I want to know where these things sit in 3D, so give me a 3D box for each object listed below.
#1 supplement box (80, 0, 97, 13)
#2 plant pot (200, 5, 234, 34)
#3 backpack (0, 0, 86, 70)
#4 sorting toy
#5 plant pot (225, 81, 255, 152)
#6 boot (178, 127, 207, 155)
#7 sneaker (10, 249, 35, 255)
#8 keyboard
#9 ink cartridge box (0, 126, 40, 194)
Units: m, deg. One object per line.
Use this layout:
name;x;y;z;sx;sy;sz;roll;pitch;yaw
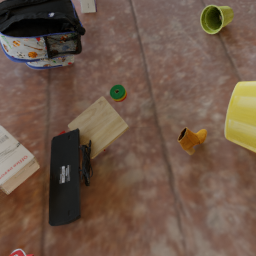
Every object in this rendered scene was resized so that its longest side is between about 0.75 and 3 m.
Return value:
supplement box;-1.648;-5.377;11.480;0.645;0.631;1.248;-5;56;-2
plant pot;3.438;-4.173;10.562;0.936;1.018;1.018;-27;60;-30
backpack;-2.934;-3.193;9.171;2.550;2.062;2.677;-9;51;-21
sorting toy;-0.854;0.078;7.813;2.714;0.459;1.309;-40;61;-1
plant pot;3.851;-0.205;7.113;2.347;2.495;2.495;14;56;28
boot;1.787;0.202;7.728;0.342;0.696;0.972;6;51;53
sneaker;-2.948;3.016;5.709;2.792;0.994;1.570;22;55;17
keyboard;-1.401;1.211;7.203;1.263;0.481;2.427;-17;61;20
ink cartridge box;-3.254;0.822;7.358;1.498;0.631;1.083;36;63;21
